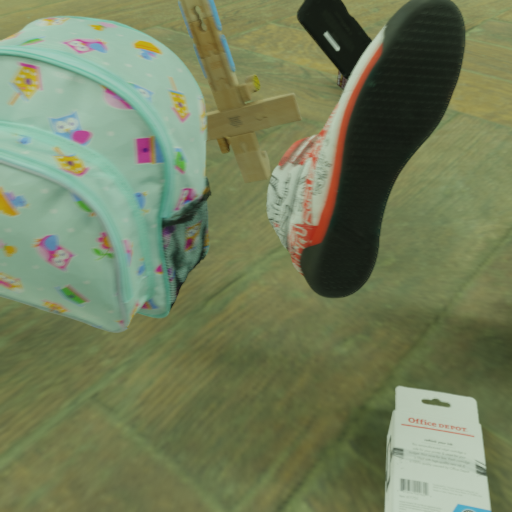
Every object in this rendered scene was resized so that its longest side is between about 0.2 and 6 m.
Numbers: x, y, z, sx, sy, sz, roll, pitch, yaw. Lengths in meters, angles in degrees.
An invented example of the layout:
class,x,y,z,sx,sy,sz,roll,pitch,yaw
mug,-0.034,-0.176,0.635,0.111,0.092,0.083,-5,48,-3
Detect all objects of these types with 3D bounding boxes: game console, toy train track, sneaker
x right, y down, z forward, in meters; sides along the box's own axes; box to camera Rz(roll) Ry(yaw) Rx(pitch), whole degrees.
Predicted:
class,x,y,z,sx,sy,sz,roll,pitch,yaw
game console,1.382,-4.402,10.825,0.980,1.683,1.480,6,61,56
toy train track,-0.422,-2.505,7.444,1.819,3.171,0.516,-6,32,24
sneaker,0.941,-1.251,6.059,1.042,3.119,1.672,4,28,-23

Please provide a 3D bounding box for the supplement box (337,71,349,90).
class,x,y,z,sx,sy,sz,roll,pitch,yaw
supplement box,2.735,-4.159,13.641,0.886,0.495,1.627,-14,40,-16

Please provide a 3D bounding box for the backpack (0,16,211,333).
class,x,y,z,sx,sy,sz,roll,pitch,yaw
backpack,-1.559,-0.702,4.950,2.191,2.492,1.910,18,34,10

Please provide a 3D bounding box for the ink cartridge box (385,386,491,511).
class,x,y,z,sx,sy,sz,roll,pitch,yaw
ink cartridge box,1.858,2.222,5.863,0.937,0.548,1.616,8,40,9
